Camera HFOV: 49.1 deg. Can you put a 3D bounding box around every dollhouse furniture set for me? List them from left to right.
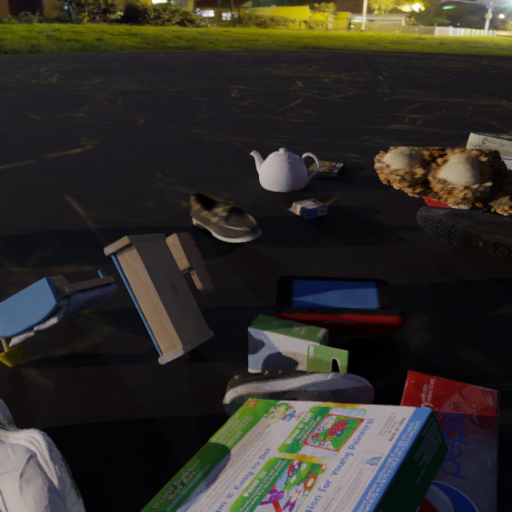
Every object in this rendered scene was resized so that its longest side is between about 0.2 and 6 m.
[{"bbox_3d":[-1.978,0.912,7.784,2.402,1.567,2.267,-27,-4,15],"label":"dollhouse furniture set"}]

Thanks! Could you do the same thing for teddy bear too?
[{"bbox_3d":[3.607,-1.387,10.390,2.761,1.271,3.808,8,12,16],"label":"teddy bear"}]

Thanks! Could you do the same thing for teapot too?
[{"bbox_3d":[0.699,-2.165,13.739,1.288,0.941,1.271,-13,29,-28],"label":"teapot"}]

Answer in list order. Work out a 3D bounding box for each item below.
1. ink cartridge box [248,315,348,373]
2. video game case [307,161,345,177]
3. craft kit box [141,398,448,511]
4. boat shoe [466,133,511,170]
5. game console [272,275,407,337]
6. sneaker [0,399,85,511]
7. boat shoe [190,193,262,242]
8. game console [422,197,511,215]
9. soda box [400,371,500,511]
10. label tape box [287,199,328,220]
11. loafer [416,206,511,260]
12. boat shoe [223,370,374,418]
[{"bbox_3d":[0.546,1.215,6.931,1.280,0.664,0.379,10,26,21],"label":"ink cartridge box"},{"bbox_3d":[1.893,-2.354,15.099,0.832,0.117,0.920,10,28,19],"label":"video game case"},{"bbox_3d":[0.130,1.968,4.425,2.091,0.514,2.118,-7,22,44],"label":"craft kit box"},{"bbox_3d":[7.205,-2.835,15.140,3.026,0.939,1.089,0,25,0],"label":"boat shoe"},{"bbox_3d":[1.109,0.562,7.824,1.717,1.019,1.480,1,-19,4],"label":"game console"},{"bbox_3d":[-2.458,2.093,5.027,2.432,0.948,1.208,12,33,42],"label":"sneaker"},{"bbox_3d":[-0.670,-0.785,11.021,0.714,0.603,2.002,-30,33,-31],"label":"boat shoe"},{"bbox_3d":[4.771,-1.275,12.773,1.510,1.040,1.753,29,24,-11],"label":"game console"},{"bbox_3d":[1.513,2.137,4.784,0.933,0.845,2.664,10,26,20],"label":"soda box"},{"bbox_3d":[1.105,-1.069,12.245,0.557,0.245,0.773,-15,30,-29],"label":"label tape box"},{"bbox_3d":[4.086,-0.542,10.425,2.136,0.725,0.750,20,60,26],"label":"loafer"},{"bbox_3d":[0.471,1.527,6.418,1.698,0.583,0.481,-3,25,-2],"label":"boat shoe"}]
